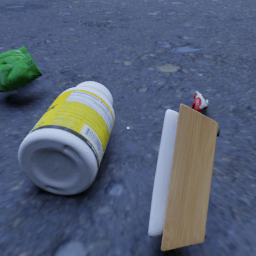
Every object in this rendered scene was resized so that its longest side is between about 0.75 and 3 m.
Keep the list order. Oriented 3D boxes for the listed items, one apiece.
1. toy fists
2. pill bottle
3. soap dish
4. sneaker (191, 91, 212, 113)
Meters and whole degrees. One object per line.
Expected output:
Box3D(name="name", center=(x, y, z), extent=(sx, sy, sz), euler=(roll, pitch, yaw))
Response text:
Box3D(name="toy fists", center=(-3.803, -1.976, 9.193), extent=(1.434, 0.968, 2.814), euler=(-34, 35, -8))
Box3D(name="pill bottle", center=(-1.137, 0.014, 6.288), extent=(1.530, 1.530, 2.750), euler=(5, 33, 8))
Box3D(name="soap dish", center=(0.823, 0.689, 4.194), extent=(0.759, 1.870, 1.471), euler=(7, -4, 10))
Box3D(name="sneaker", center=(2.070, -0.740, 8.312), extent=(0.483, 0.532, 1.254), euler=(42, 14, -3))
